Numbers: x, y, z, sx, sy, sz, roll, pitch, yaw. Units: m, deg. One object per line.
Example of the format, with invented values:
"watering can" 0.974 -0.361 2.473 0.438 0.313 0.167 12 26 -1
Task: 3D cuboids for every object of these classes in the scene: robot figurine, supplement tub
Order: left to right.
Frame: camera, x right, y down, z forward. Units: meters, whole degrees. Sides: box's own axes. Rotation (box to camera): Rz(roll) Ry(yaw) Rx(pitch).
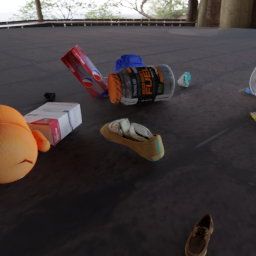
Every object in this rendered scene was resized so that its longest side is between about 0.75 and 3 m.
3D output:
"robot figurine" -3.532 0.409 7.755 1.701 2.099 2.918 -49 38 -2
"supplement tub" 0.554 -1.940 12.697 2.762 1.692 1.692 -10 27 -18

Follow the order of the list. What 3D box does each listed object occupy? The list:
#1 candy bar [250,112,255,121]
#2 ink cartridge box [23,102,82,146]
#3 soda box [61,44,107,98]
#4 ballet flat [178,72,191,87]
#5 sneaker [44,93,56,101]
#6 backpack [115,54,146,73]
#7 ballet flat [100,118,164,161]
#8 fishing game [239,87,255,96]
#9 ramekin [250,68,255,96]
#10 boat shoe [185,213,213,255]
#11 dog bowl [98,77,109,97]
"candy bar" 5.211 -0.334 11.100 0.357 0.159 1.433 2 26 3
"ink cartridge box" -2.734 -0.200 9.909 1.457 0.823 1.986 4 25 20
"soda box" -1.917 -2.528 12.653 0.733 2.311 0.809 -25 29 30
"ballet flat" 3.106 -2.636 15.630 0.673 0.673 1.875 9 24 17
"sneaker" -3.793 -1.522 13.459 0.537 0.309 1.029 -2 21 -5
"backpack" 0.098 -3.532 16.330 1.457 1.505 1.793 -5 22 -28
"ballet flat" 0.077 0.139 9.178 0.967 0.888 2.818 -31 38 -34
"fishing game" 6.575 -1.802 14.103 1.757 0.273 1.258 14 28 43
"ramekin" 6.759 -2.102 12.353 1.135 2.328 2.328 26 12 -30
"boat shoe" 1.432 2.143 5.590 0.410 0.385 1.140 13 28 26
"dog bowl" -1.090 -2.110 14.321 1.524 0.600 1.524 0 25 0
